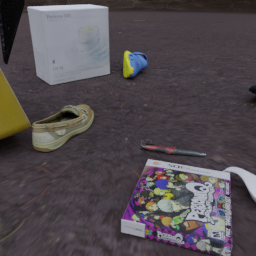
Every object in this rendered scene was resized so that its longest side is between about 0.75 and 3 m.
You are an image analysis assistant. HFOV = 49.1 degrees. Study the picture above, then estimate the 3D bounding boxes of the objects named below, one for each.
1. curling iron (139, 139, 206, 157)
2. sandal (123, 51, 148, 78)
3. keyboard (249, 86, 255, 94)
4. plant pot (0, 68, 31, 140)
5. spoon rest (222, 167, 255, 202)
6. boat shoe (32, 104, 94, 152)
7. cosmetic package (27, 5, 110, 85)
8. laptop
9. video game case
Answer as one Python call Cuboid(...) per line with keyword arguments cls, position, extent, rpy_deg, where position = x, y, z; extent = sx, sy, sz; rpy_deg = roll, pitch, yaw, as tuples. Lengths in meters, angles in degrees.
Cuboid(cls="curling iron", position=(0.958, 0.448, 6.100), extent=(1.441, 0.184, 0.357), rpy_deg=(7, 27, 14))
Cuboid(cls="sandal", position=(0.317, -2.691, 11.603), extent=(1.044, 0.953, 2.398), rpy_deg=(5, 28, 0))
Cuboid(cls="keyboard", position=(5.231, -0.876, 8.179), extent=(2.901, 0.372, 1.742), rpy_deg=(16, 13, 37))
Cuboid(cls="plant pot", position=(-4.203, -0.822, 5.691), extent=(2.557, 2.900, 2.899), rpy_deg=(-36, 31, -26))
Cuboid(cls="spoon rest", position=(2.126, 0.999, 4.809), extent=(0.600, 0.366, 1.207), rpy_deg=(-22, 33, -37))
Cuboid(cls="boat shoe", position=(-1.520, -0.200, 6.833), extent=(0.787, 0.679, 2.158), rpy_deg=(13, 29, 24))
Cuboid(cls="cosmetic package", position=(-2.196, -3.309, 10.859), extent=(2.612, 2.621, 1.611), rpy_deg=(-18, 32, -31))
Cuboid(cls="laptop", position=(-1.353, -2.122, 4.345), extent=(0.953, 1.845, 1.635), rpy_deg=(8, 57, -14))
Cuboid(cls="video game case", position=(0.861, 1.165, 4.541), extent=(1.532, 0.303, 1.690), rpy_deg=(8, 28, 16))
